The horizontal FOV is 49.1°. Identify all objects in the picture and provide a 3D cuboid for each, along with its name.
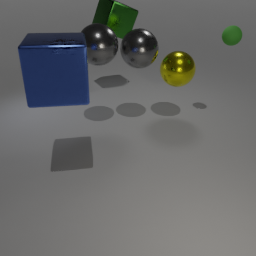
[{"bbox_3d":[-1.679,-1.420,6.667,1.400,1.400,1.400,-4,29,-9],"label":"cube"},{"bbox_3d":[-0.618,-5.100,13.003,1.400,1.400,1.400,4,29,-37],"label":"cube"},{"bbox_3d":[0.413,-2.874,10.177,1.400,1.400,1.400,0,30,0],"label":"ball"},{"bbox_3d":[-1.030,-2.850,9.602,1.400,1.400,1.400,0,30,0],"label":"ball"},{"bbox_3d":[3.771,-3.348,10.156,0.700,0.700,0.700,0,30,0],"label":"ball"},{"bbox_3d":[1.968,-2.336,11.112,1.400,1.400,1.400,0,30,0],"label":"ball"}]
